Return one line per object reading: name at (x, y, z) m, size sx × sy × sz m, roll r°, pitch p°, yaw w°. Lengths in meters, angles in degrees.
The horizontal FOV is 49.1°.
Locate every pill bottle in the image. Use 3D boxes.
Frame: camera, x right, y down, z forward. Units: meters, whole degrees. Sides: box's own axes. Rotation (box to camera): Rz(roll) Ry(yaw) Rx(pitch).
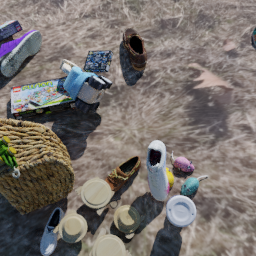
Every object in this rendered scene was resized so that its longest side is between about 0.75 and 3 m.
pill bottle at (1.542, 2.424, 8.336) m, size 0.833 × 1.501 × 0.833 m, roll -1°, pitch 78°, yaw 7°

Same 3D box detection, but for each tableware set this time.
tableware set at (-0.816, 2.908, 8.662) m, size 2.612 × 0.303 × 2.182 m, roll 35°, pitch 58°, yaw 11°

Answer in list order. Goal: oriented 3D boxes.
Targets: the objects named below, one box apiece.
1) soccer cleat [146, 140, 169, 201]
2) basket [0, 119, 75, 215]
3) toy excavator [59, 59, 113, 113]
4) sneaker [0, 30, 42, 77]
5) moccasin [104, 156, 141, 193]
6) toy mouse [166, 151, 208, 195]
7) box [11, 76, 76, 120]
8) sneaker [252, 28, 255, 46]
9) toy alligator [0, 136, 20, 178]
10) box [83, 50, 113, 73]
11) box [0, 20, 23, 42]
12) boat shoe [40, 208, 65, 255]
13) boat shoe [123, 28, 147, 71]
soccer cleat at (0.870, 1.442, 8.990) m, size 0.722 × 2.068 × 0.893 m, roll -1°, pitch 9°, yaw 23°
basket at (-2.941, 0.937, 8.664) m, size 2.099 × 2.941 × 2.191 m, roll -21°, pitch 58°, yaw -14°
toy excavator at (-2.018, -1.995, 11.363) m, size 2.655 × 2.582 × 1.326 m, roll 35°, pitch 106°, yaw 6°
sneaker at (-5.342, -3.748, 13.097) m, size 1.455 × 1.017 × 2.926 m, roll 23°, pitch 59°, yaw 16°
moccasin at (-0.232, 1.598, 9.583) m, size 1.770 × 0.683 × 0.647 m, roll -33°, pitch 62°, yaw -20°
toy mouse at (1.993, 1.615, 9.764) m, size 1.703 × 0.371 × 1.916 m, roll 3°, pitch 55°, yaw 2°
box at (-3.448, -1.302, 11.731) m, size 2.702 × 0.469 × 1.487 m, roll -13°, pitch 56°, yaw -9°
sneaker at (6.563, -4.544, 13.920) m, size 0.511 × 0.573 × 1.433 m, roll -2°, pitch 55°, yaw -2°
toy alligator at (-2.947, 0.705, 6.915) m, size 0.435 × 0.315 × 1.313 m, roll -38°, pitch 72°, yaw 6°
box at (-1.224, -2.729, 11.470) m, size 1.115 × 0.257 × 0.886 m, roll 6°, pitch 75°, yaw 27°
box at (-6.626, -4.267, 13.380) m, size 2.896 × 0.503 × 1.594 m, roll -42°, pitch 37°, yaw -25°
boat shoe at (-2.374, 3.155, 8.639) m, size 0.522 × 0.464 × 1.419 m, roll 6°, pitch 55°, yaw 4°
boat shoe at (0.348, -3.985, 13.311) m, size 0.960 × 0.959 × 2.727 m, roll -16°, pitch 55°, yaw -5°
